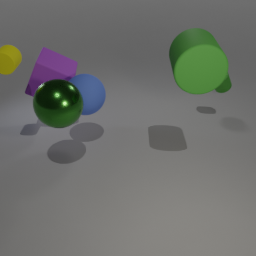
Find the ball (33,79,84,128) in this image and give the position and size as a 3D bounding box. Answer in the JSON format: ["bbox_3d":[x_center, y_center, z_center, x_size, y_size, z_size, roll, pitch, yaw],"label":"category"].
[{"bbox_3d":[-1.968,-0.688,7.958,1.400,1.400,1.400,0,30,0],"label":"ball"}]

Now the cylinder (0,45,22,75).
[{"bbox_3d":[-3.654,-2.062,8.447,0.700,0.700,0.700,-1,34,-1],"label":"cylinder"}]

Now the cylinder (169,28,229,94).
[{"bbox_3d":[1.898,-1.863,7.756,1.400,1.400,1.400,1,36,1],"label":"cylinder"}]

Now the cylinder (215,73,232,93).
[{"bbox_3d":[3.843,-1.923,11.541,0.700,0.700,0.700,-19,47,21],"label":"cylinder"}]

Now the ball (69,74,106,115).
[{"bbox_3d":[-1.460,-1.134,9.526,1.400,1.400,1.400,0,30,0],"label":"ball"}]

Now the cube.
[{"bbox_3d":[-2.844,-1.908,10.513,1.400,1.400,1.400,21,33,-19],"label":"cube"}]
